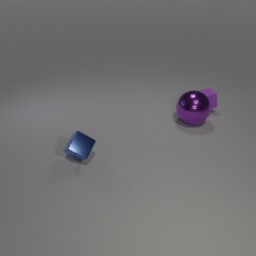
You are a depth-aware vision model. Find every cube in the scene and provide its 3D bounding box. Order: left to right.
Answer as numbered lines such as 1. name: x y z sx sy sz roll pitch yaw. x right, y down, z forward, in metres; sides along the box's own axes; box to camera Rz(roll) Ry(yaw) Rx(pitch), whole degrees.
1. cube: -1.589 0.592 9.154 0.700 0.700 0.700 31 67 -18
2. cube: 3.463 -1.267 12.410 0.700 0.700 0.700 -16 29 -6

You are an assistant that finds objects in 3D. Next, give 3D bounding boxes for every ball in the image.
1. ball: 2.669 -0.829 11.427 1.400 1.400 1.400 0 30 0
